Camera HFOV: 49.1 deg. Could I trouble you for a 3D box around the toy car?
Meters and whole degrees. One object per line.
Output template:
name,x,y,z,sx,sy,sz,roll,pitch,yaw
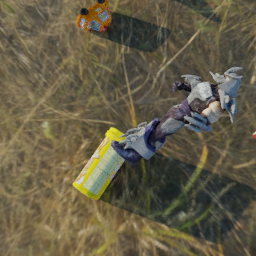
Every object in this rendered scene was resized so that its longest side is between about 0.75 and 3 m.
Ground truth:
toy car,-0.604,-3.657,8.064,0.845,2.539,1.245,49,58,-3

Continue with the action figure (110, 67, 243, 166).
action figure,0.867,-0.224,4.690,2.384,1.551,0.827,-38,100,27

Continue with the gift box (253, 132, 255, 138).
gift box,4.687,-0.140,6.401,2.619,2.588,2.805,-44,82,8

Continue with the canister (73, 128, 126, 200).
canister,-0.591,0.941,7.096,0.723,1.240,1.670,32,77,9
